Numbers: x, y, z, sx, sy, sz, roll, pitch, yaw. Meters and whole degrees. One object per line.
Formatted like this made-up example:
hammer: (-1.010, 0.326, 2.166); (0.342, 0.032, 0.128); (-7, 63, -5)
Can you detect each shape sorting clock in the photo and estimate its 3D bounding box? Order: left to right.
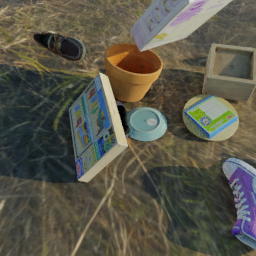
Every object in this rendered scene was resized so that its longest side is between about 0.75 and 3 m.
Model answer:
shape sorting clock: (2.567, -0.337, 8.738); (1.724, 0.338, 1.724); (0, 55, 1)

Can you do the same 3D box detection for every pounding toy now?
pounding toy: (3.578, -1.911, 9.592); (1.779, 1.374, 1.932); (10, 62, 9)

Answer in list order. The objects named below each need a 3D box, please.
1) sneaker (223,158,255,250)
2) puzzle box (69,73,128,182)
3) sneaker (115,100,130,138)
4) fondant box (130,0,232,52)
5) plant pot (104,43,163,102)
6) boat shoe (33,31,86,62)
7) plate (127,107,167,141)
sneaker: (2.807, 1.826, 6.680); (1.336, 0.849, 2.342); (-25, 55, -15)
puzzle box: (-0.954, -0.074, 7.766); (0.335, 1.752, 2.634); (19, 39, -37)
sneaker: (-0.428, -0.538, 8.300); (0.916, 1.060, 2.420); (7, 48, -33)
fondant box: (1.429, -3.071, 7.412); (1.852, 2.567, 0.748); (-24, 89, -24)
plant pot: (0.059, -1.726, 9.100); (1.855, 1.299, 1.855); (9, 42, -8)
boat shoe: (-2.177, -2.575, 8.692); (2.023, 0.730, 0.728); (32, 26, 29)
plate: (0.528, -0.191, 8.735); (1.400, 0.179, 1.400); (0, 50, 0)
